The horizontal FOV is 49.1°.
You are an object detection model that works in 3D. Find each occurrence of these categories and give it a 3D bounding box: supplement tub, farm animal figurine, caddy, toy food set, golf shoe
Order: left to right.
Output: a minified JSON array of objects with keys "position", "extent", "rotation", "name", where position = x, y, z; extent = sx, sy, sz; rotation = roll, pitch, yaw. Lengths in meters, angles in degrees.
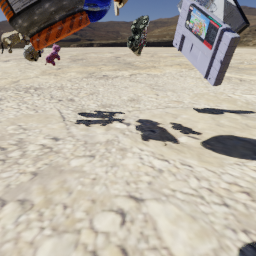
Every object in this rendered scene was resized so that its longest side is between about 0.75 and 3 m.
[{"position":[-1.362,-2.138,3.828],"extent":[1.173,1.915,1.173],"rotation":[-24,21,10],"name":"supplement tub"},{"position":[-3.186,-3.426,9.408],"extent":[1.985,2.458,1.236],"rotation":[-6,44,-35],"name":"farm animal figurine"},{"position":[-1.146,-3.529,7.869],"extent":[1.497,1.058,0.786],"rotation":[-19,59,-40],"name":"caddy"},{"position":[-0.273,-3.187,5.644],"extent":[0.421,1.447,2.096],"rotation":[-8,4,-13],"name":"toy food set"},{"position":[0.433,-3.503,10.567],"extent":[0.631,1.635,0.720],"rotation":[10,-20,28],"name":"golf shoe"}]

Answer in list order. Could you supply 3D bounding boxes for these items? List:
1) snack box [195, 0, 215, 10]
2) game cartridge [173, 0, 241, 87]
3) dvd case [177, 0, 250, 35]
[{"position":[2.440,-3.998,8.826],"extent":[0.380,0.947,1.123],"rotation":[38,22,5],"name":"snack box"},{"position":[1.720,-2.055,6.562],"extent":[0.379,1.279,1.972],"rotation":[-15,49,-16],"name":"game cartridge"},{"position":[2.853,-3.983,9.801],"extent":[0.329,2.657,1.997],"rotation":[-7,-20,-34],"name":"dvd case"}]
